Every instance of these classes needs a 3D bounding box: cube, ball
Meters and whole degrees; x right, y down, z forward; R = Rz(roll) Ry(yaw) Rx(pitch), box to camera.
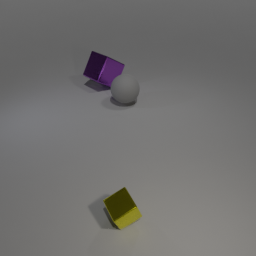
[{"bbox_3d":[-0.138,2.159,7.512,0.700,0.700,0.700,-31,51,-7],"label":"cube"},{"bbox_3d":[-1.307,-3.145,15.161,1.400,1.400,1.400,30,12,39],"label":"cube"},{"bbox_3d":[-0.139,-1.885,13.491,1.400,1.400,1.400,0,32,0],"label":"ball"}]
